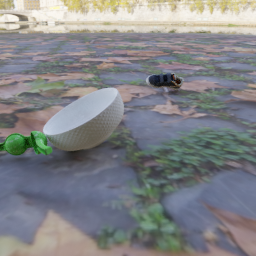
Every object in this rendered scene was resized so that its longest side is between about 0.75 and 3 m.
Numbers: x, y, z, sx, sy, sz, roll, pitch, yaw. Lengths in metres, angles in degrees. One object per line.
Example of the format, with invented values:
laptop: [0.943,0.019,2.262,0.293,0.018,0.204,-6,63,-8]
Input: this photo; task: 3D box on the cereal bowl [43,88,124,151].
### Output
cereal bowl: [-0.983,-0.116,6.970,2.094,0.872,2.094,-23,25,12]

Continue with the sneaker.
sneaker: [1.600,-2.031,11.787,1.609,0.631,0.639,2,-21,-22]

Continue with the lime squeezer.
lime squeezer: [-2.478,0.467,6.245,2.923,0.551,1.032,-4,27,30]
